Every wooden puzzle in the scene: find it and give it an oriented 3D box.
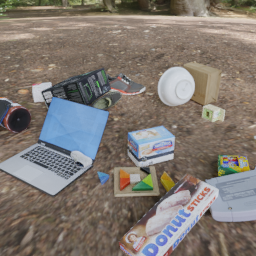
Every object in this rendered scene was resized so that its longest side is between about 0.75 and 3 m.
[{"bbox_3d":[0.234,1.455,7.939,2.119,0.248,1.430,-5,28,-8],"label":"wooden puzzle"}]

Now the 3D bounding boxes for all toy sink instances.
[{"bbox_3d":[3.483,-0.573,11.488,0.449,0.522,0.801,-20,35,-33],"label":"toy sink"}]

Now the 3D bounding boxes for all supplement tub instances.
[{"bbox_3d":[-4.754,-0.589,10.949,1.988,1.063,1.063,22,35,35],"label":"supplement tub"}]

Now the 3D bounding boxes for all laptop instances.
[{"bbox_3d":[-2.298,0.376,8.600,2.490,1.541,2.659,16,32,29],"label":"laptop"}]

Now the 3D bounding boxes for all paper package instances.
[{"bbox_3d":[3.383,-2.098,13.177,0.883,1.626,1.706,-17,32,-29],"label":"paper package"}]

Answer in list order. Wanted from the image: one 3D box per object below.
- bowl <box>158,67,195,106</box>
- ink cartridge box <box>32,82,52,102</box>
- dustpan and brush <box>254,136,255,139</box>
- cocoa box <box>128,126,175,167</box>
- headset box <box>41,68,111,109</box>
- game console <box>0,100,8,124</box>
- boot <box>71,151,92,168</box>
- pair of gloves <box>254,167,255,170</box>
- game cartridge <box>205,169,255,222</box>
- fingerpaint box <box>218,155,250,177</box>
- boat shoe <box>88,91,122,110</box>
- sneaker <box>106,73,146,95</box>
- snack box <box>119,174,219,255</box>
[{"bbox_3d":[2.268,-1.743,12.268,1.784,1.784,0.802,-11,21,-20],"label":"bowl"},{"bbox_3d":[-4.174,-1.763,13.713,0.933,0.541,1.265,-7,31,-14],"label":"ink cartridge box"},{"bbox_3d":[5.206,0.690,8.924,2.336,0.669,1.631,7,29,14],"label":"dustpan and brush"},{"bbox_3d":[0.732,0.567,8.958,1.296,0.850,0.864,-11,30,-20],"label":"cocoa box"},{"bbox_3d":[-2.177,-1.682,12.344,2.062,1.099,2.369,-9,21,30],"label":"headset box"},{"bbox_3d":[-5.995,-0.430,9.980,2.709,2.312,1.603,24,-6,37],"label":"game console"},{"bbox_3d":[-1.520,0.957,8.534,0.826,0.304,0.395,18,26,28],"label":"boot"},{"bbox_3d":[4.098,1.634,7.599,2.139,0.244,1.720,21,35,36],"label":"pair of gloves"},{"bbox_3d":[2.993,1.652,6.983,2.070,0.419,1.380,-13,24,7],"label":"game cartridge"},{"bbox_3d":[3.057,1.126,8.169,0.822,0.361,0.985,2,17,18],"label":"fingerpaint box"},{"bbox_3d":[-0.929,-1.129,12.273,1.845,0.659,0.606,-27,19,-32],"label":"boat shoe"},{"bbox_3d":[-0.229,-2.302,14.303,2.300,0.942,0.886,9,29,17],"label":"sneaker"},{"bbox_3d":[1.011,2.038,6.401,0.926,0.313,2.575,24,45,37],"label":"snack box"}]
